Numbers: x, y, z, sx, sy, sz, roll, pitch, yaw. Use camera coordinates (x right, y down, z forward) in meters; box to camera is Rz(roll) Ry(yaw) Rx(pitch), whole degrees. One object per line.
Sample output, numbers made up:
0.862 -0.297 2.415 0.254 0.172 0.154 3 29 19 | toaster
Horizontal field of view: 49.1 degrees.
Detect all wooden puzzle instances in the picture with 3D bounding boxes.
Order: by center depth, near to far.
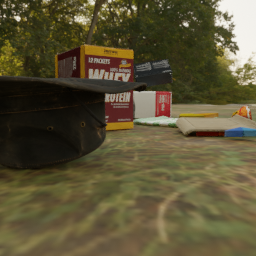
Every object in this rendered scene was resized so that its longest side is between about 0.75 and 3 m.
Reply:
2.093 -0.052 6.878 1.785 0.309 2.646 -3 11 8 | wooden puzzle

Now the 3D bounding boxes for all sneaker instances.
4.119 -0.490 10.264 0.652 0.617 1.691 -9 -1 20 | sneaker

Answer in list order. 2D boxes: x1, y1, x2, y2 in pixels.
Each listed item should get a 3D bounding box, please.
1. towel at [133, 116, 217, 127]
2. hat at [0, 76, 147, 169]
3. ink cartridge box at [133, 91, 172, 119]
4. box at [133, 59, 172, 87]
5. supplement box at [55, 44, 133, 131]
1.589 -0.228 9.166 2.296 0.269 1.751 6 9 43 | towel
-1.074 -0.084 3.575 2.644 1.066 2.644 0 9 0 | hat
0.473 -1.073 12.802 2.906 1.204 2.133 1 7 5 | ink cartridge box
1.085 -2.440 12.512 1.603 0.632 1.132 -9 41 1 | box
-1.038 -1.096 8.145 1.463 2.173 2.203 -4 7 -33 | supplement box
